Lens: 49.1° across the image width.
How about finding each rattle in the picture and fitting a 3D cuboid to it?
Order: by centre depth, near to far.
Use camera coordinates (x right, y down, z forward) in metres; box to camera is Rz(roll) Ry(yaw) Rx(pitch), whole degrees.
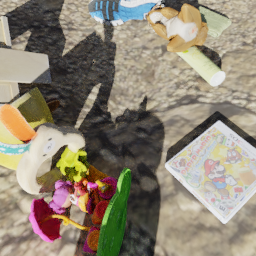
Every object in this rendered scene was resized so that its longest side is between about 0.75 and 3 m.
[{"bbox_3d":[-1.287,0.814,5.346,1.711,2.628,1.878,-30,64,-13],"label":"rattle"}]

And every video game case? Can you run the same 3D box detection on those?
[{"bbox_3d":[2.244,0.931,6.739,2.025,0.232,1.843,-35,62,-22],"label":"video game case"}]

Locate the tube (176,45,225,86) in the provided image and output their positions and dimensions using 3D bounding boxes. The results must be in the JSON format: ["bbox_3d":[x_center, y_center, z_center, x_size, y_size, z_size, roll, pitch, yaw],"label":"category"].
[{"bbox_3d":[2.209,-2.055,8.685,0.583,0.521,2.009,18,31,-39],"label":"tube"}]

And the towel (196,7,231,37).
[{"bbox_3d":[2.828,-3.829,10.058,1.511,0.276,1.121,34,60,22],"label":"towel"}]

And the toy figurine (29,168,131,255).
[{"bbox_3d":[-1.038,1.609,5.600,1.829,1.492,1.987,8,67,16],"label":"toy figurine"}]

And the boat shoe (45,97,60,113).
[{"bbox_3d":[-2.469,-0.488,7.605,1.249,0.440,0.439,-36,66,-22],"label":"boat shoe"}]

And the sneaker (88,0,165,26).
[{"bbox_3d":[-0.105,-4.469,10.220,2.718,1.019,1.178,-6,43,-9],"label":"sneaker"}]

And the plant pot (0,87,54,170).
[{"bbox_3d":[-2.426,0.192,6.397,1.937,1.937,1.375,-44,107,-26],"label":"plant pot"}]

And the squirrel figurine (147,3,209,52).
[{"bbox_3d":[1.591,-3.370,9.248,1.961,1.388,1.830,-6,31,-36],"label":"squirrel figurine"}]

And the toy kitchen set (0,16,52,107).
[{"bbox_3d":[-3.830,-1.638,8.289,2.049,2.265,2.511,-6,85,-49],"label":"toy kitchen set"}]
